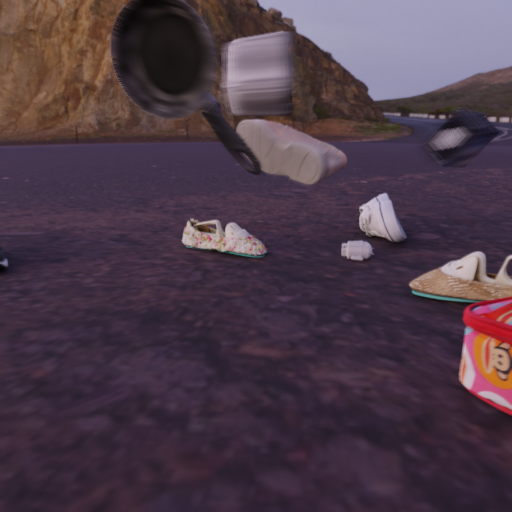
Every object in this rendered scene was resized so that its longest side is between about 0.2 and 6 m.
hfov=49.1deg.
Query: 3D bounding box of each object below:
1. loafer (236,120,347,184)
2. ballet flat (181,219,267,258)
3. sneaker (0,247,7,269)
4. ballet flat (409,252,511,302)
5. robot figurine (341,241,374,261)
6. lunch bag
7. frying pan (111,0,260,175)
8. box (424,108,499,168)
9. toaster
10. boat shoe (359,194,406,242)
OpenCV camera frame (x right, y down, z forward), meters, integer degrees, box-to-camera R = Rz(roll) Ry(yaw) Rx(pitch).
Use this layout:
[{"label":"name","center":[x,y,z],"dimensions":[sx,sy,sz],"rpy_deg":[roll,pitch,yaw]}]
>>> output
[{"label":"loafer","center":[0.579,-1.874,9.974],"dimensions":[0.754,0.862,2.398],"rpy_deg":[-18,35,-32]},{"label":"ballet flat","center":[-0.701,-0.389,11.440],"dimensions":[1.981,0.633,0.749],"rpy_deg":[8,15,27]},{"label":"sneaker","center":[-5.262,-0.284,10.376],"dimensions":[0.847,0.963,2.275],"rpy_deg":[-12,19,-36]},{"label":"ballet flat","center":[3.521,0.350,8.283],"dimensions":[2.444,0.798,0.862],"rpy_deg":[8,15,28]},{"label":"robot figurine","center":[1.977,-0.107,10.902],"dimensions":[0.617,0.349,0.523],"rpy_deg":[3,49,12]},{"label":"lunch bag","center":[3.488,0.936,5.704],"dimensions":[2.694,1.104,2.373],"rpy_deg":[-8,12,-29]},{"label":"frying pan","center":[-0.782,-2.431,7.548],"dimensions":[2.693,1.629,0.438],"rpy_deg":[30,35,8]},{"label":"box","center":[4.086,-2.314,11.118],"dimensions":[1.002,1.010,0.623],"rpy_deg":[-8,57,-45]},{"label":"toaster","center":[0.105,-3.645,11.557],"dimensions":[1.282,1.984,1.127],"rpy_deg":[-3,-24,6]},{"label":"boat shoe","center":[2.803,-0.754,12.768],"dimensions":[0.863,0.951,2.586],"rpy_deg":[-23,8,14]}]
